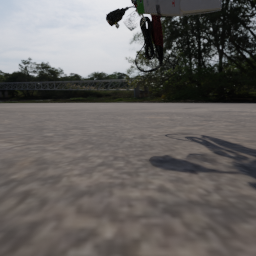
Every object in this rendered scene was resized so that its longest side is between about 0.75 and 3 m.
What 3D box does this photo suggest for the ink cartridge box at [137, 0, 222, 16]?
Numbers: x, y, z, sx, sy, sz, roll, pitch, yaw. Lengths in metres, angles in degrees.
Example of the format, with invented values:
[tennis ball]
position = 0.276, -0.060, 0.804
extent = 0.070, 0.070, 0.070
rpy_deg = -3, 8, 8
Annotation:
[ink cartridge box]
position = 0.903, -3.112, 5.548
extent = 0.916, 1.591, 2.180
rpy_deg = -13, 27, -15

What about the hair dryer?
[hair dryer]
position = 0.764, -3.256, 8.523
extent = 2.844, 2.166, 0.773
rpy_deg = -46, 26, -14
